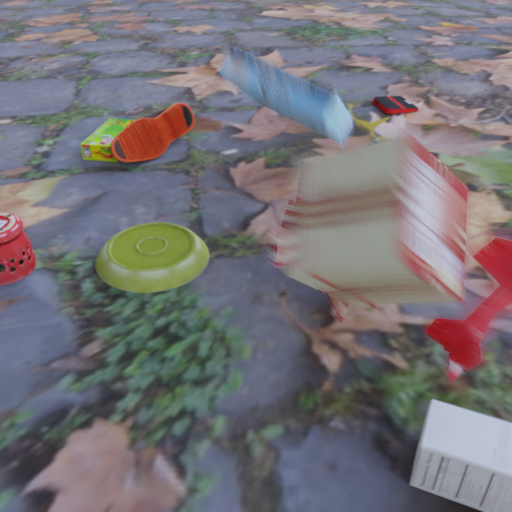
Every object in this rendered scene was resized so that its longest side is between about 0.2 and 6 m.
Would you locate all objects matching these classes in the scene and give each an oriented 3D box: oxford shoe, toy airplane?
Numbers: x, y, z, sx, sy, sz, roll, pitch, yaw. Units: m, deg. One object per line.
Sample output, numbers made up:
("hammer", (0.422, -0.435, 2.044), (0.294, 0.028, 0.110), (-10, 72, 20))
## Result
("oxford shoe", (-2.535, -2.776, 13.036), (0.934, 0.917, 2.576), (-4, 25, 39))
("toy airplane", (3.080, 0.486, 6.930), (0.476, 2.589, 2.589), (36, 31, -17))

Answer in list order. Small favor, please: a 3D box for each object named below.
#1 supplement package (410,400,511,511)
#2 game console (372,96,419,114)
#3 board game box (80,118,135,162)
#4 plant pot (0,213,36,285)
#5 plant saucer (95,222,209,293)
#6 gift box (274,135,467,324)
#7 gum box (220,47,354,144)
("supplement package", (2.301, 2.130, 5.833), (1.186, 0.695, 0.693), (14, 37, 20))
("game console", (3.835, -4.184, 15.521), (0.972, 0.171, 1.099), (-5, 35, -14))
("board game box", (-3.373, -2.747, 13.193), (0.837, 0.392, 1.648), (6, 35, 9))
("plant pot", (-4.130, -0.136, 8.987), (0.974, 0.887, 0.974), (-1, 37, 0))
("plant saucer", (-1.745, -0.076, 9.407), (1.898, 0.295, 1.898), (1, 34, 0))
("gift box", (1.440, -0.218, 7.281), (1.907, 1.885, 2.042), (-6, 63, 44))
("gum box", (0.610, -2.617, 9.396), (1.847, 0.484, 2.174), (29, 11, 13))
